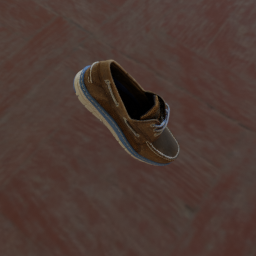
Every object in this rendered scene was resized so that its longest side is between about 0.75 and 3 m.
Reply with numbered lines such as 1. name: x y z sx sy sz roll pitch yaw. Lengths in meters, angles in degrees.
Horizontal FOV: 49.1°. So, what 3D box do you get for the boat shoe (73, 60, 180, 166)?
1. boat shoe: 0.205 -0.152 4.747 2.435 0.881 0.880 39 54 -28
